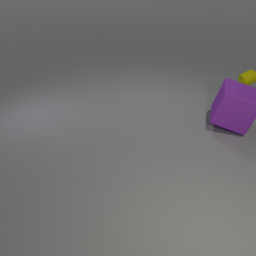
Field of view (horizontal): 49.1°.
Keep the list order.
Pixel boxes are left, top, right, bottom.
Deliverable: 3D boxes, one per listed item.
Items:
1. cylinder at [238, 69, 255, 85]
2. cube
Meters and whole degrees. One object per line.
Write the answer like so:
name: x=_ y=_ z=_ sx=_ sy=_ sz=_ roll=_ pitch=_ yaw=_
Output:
cylinder: x=6.254 y=-2.597 z=14.603 sx=0.700 sy=0.700 sz=0.700 roll=-26 pitch=33 yaw=0
cube: x=4.098 y=-0.843 z=10.738 sx=1.400 sy=1.400 sz=1.400 roll=21 pitch=37 yaw=5
